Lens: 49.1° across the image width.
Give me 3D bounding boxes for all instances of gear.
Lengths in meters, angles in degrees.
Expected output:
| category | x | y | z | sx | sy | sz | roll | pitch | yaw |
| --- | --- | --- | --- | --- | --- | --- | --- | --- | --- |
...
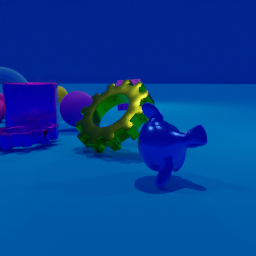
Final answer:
| category | x | y | z | sx | sy | sz | roll | pitch | yaw |
| --- | --- | --- | --- | --- | --- | --- | --- | --- | --- |
| gear | -2.379 | 0.154 | 6.277 | 1.587 | 0.294 | 1.587 | -4 | 9 | 1 |
| gear | -0.295 | -0.278 | 5.752 | 1.688 | 0.312 | 1.688 | -21 | 43 | 20 |

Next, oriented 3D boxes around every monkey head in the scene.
| category | x | y | z | sx | sy | sz | roll | pitch | yaw |
| --- | --- | --- | --- | --- | --- | --- | --- | --- | --- |
| monkey head | 0.599 | 0.197 | 4.011 | 0.757 | 1.255 | 0.903 | 14 | -32 | -43 |

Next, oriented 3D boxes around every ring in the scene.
| category | x | y | z | sx | sy | sz | roll | pitch | yaw |
| --- | --- | --- | --- | --- | --- | --- | --- | --- | --- |
| ring | -4.329 | -1.217 | 9.627 | 1.978 | 1.978 | 0.396 | -6 | -18 | -33 |

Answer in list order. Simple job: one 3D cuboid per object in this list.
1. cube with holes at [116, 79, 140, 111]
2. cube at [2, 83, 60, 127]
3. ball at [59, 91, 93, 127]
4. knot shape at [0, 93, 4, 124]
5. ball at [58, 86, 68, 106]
| category | x | y | z | sx | sy | sz | roll | pitch | yaw |
| --- | --- | --- | --- | --- | --- | --- | --- | --- | --- |
| cube with holes | 0.036 | -1.055 | 8.917 | 0.736 | 0.736 | 0.736 | -2 | 30 | 5 |
| cube | -2.706 | -0.627 | 8.040 | 1.330 | 1.330 | 1.330 | -2 | 9 | -10 |
| ball | -1.431 | -0.538 | 8.010 | 1.029 | 1.029 | 1.029 | 0 | 10 | 0 |
| knot shape | -4.129 | -0.504 | 7.955 | 1.336 | 0.660 | 1.428 | -8 | 40 | -14 |
| ball | -2.542 | -1.153 | 10.143 | 0.720 | 0.720 | 0.720 | 0 | 10 | 0 |
